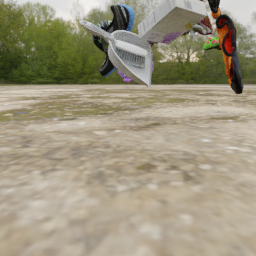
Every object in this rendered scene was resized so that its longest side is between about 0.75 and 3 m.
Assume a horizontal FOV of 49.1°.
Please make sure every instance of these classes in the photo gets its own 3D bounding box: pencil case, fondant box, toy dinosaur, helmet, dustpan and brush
[{"bbox_3d":[0.287,-1.942,9.019,0.833,0.849,1.986,4,14,18],"label":"pencil case"},{"bbox_3d":[1.038,-2.584,6.767,0.995,0.402,1.379,-1,-13,-33],"label":"fondant box"},{"bbox_3d":[1.249,-3.269,9.025,2.934,1.129,1.500,-2,30,41],"label":"toy dinosaur"},{"bbox_3d":[-0.871,-3.872,11.822,1.349,1.286,1.349,-34,-13,-9],"label":"helmet"},{"bbox_3d":[-0.221,-1.920,6.577,2.021,1.411,0.578,17,-35,-16],"label":"dustpan and brush"}]

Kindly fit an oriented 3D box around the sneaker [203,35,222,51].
[{"bbox_3d":[2.284,-2.115,7.151,0.438,0.402,1.047,30,0,-19],"label":"sneaker"}]

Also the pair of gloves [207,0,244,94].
[{"bbox_3d":[1.477,-1.746,4.410,0.294,2.381,2.121,-14,-11,20],"label":"pair of gloves"}]

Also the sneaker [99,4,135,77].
[{"bbox_3d":[-0.625,-3.240,10.464,1.117,2.696,0.956,10,28,-17],"label":"sneaker"}]

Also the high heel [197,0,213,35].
[{"bbox_3d":[2.233,-3.681,8.382,0.587,1.740,0.837,-36,43,-25],"label":"high heel"}]
